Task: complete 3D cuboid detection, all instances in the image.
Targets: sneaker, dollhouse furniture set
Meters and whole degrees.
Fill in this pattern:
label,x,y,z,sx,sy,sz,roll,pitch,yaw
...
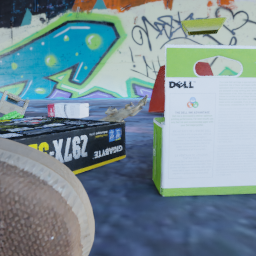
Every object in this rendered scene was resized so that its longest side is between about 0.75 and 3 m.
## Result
label,x,y,z,sx,sy,sz,roll,pitch,yaw
sneaker,-1.564,0.658,1.094,2.807,0.989,1.060,-3,26,6
dollhouse furniture set,-5.277,-0.837,11.015,2.110,1.479,1.487,23,-5,-27

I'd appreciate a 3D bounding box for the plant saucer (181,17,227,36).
label,x,y,z,sx,sy,sz,roll,pitch,yaw
plant saucer,2.664,-3.562,9.953,1.481,0.355,1.479,0,10,13

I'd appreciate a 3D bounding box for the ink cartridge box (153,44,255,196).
label,x,y,z,sx,sy,sz,roll,pitch,yaw
ink cartridge box,0.904,-0.087,3.194,1.170,1.583,0.600,-1,7,-5

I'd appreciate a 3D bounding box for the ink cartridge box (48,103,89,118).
label,x,y,z,sx,sy,sz,roll,pitch,yaw
ink cartridge box,-2.559,-0.760,12.122,1.464,0.607,1.074,2,8,14

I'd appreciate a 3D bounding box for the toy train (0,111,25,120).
label,x,y,z,sx,sy,sz,roll,pitch,yaw
toy train,-2.941,-0.089,7.466,0.746,0.552,2.644,8,5,-15

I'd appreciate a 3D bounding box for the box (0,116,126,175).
label,x,y,z,sx,sy,sz,roll,pitch,yaw
box,-1.661,0.263,4.145,2.179,0.673,2.729,3,8,35

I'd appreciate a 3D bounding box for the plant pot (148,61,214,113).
label,x,y,z,sx,sy,sz,roll,pitch,yaw
plant pot,2.588,-1.872,13.099,2.539,2.237,2.536,-1,0,-23

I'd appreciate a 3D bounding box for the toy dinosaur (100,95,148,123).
label,x,y,z,sx,sy,sz,roll,pitch,yaw
toy dinosaur,-0.383,-0.412,9.696,2.600,0.757,1.315,-20,3,-1
